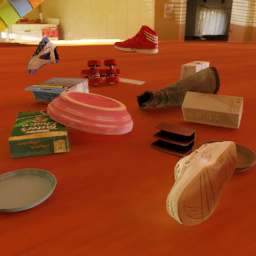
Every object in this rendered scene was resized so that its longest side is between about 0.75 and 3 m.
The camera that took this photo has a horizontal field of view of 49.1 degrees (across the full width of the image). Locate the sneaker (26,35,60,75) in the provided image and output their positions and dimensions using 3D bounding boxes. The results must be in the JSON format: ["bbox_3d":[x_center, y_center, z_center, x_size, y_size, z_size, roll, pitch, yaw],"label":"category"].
[{"bbox_3d":[-2.185,-1.801,7.389,0.644,1.115,0.451,32,23,-15],"label":"sneaker"}]

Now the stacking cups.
[{"bbox_3d":[-2.584,-2.950,6.815,1.945,0.588,0.588,-38,32,-12],"label":"stacking cups"}]

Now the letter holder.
[{"bbox_3d":[1.045,0.265,6.770,0.959,0.482,0.682,16,28,36],"label":"letter holder"}]

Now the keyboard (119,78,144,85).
[{"bbox_3d":[-0.015,-2.367,14.145,1.769,0.094,0.498,15,26,35],"label":"keyboard"}]

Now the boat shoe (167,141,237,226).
[{"bbox_3d":[1.183,0.863,4.878,0.810,0.828,2.338,3,18,37],"label":"boat shoe"}]

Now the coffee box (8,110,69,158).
[{"bbox_3d":[-2.258,0.047,7.308,1.345,0.481,2.188,-5,22,-12],"label":"coffee box"}]

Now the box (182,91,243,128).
[{"bbox_3d":[2.470,-0.544,8.231,1.613,0.766,0.627,11,62,24],"label":"box"}]

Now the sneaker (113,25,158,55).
[{"bbox_3d":[0.303,-3.387,10.517,1.760,1.017,0.690,9,31,12],"label":"sneaker"}]

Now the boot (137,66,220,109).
[{"bbox_3d":[1.451,-1.077,8.917,1.833,0.950,2.806,-10,-5,-20],"label":"boot"}]

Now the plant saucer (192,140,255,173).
[{"bbox_3d":[2.114,0.621,6.224,1.380,0.203,1.380,1,21,0],"label":"plant saucer"}]

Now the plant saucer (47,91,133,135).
[{"bbox_3d":[-1.001,-0.510,7.860,2.418,0.613,2.418,12,16,-4],"label":"plant saucer"}]

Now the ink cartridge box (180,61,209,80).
[{"bbox_3d":[2.948,-2.263,12.352,0.673,1.172,1.615,14,25,32],"label":"ink cartridge box"}]

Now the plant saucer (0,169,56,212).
[{"bbox_3d":[-1.926,1.107,5.000,1.272,0.174,1.272,0,22,0],"label":"plant saucer"}]

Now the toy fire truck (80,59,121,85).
[{"bbox_3d":[-1.353,-2.636,13.754,1.973,1.106,1.657,-7,0,-18],"label":"toy fire truck"}]

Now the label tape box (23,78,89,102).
[{"bbox_3d":[-2.657,-1.369,10.712,1.564,0.721,2.183,5,24,15],"label":"label tape box"}]
